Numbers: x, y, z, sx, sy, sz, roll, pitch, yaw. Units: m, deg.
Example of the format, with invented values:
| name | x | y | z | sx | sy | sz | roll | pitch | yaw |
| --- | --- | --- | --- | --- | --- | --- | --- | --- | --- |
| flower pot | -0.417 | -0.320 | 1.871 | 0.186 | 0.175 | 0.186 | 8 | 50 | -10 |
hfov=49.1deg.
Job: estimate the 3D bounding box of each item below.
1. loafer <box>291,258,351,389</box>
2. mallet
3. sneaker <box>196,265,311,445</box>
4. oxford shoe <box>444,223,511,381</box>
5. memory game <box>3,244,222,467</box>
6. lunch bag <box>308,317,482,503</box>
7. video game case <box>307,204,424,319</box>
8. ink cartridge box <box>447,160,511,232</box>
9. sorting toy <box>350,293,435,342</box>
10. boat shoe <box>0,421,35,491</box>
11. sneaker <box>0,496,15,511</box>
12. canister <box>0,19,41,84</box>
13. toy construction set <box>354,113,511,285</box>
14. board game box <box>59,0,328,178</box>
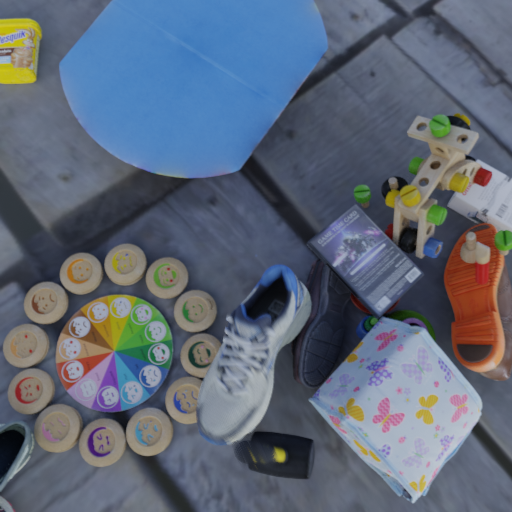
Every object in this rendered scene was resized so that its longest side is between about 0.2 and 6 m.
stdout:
| name | x | y | z | sx | sy | sz | roll | pitch | yaw |
| --- | --- | --- | --- | --- | --- | --- | --- | --- | --- |
| loafer | 1.089 | 1.122 | 9.902 | 0.868 | 0.761 | 2.416 | 28 | 71 | -32 |
| mallet | 0.334 | 2.729 | 7.636 | 1.041 | 3.162 | 0.651 | 6 | 71 | 5 |
| sneaker | -0.154 | 1.395 | 8.735 | 1.167 | 1.290 | 3.029 | 17 | 63 | 20 |
| oxford shoe | 4.052 | 0.781 | 9.937 | 1.068 | 1.045 | 2.931 | 34 | 56 | -32 |
| memory game | -2.506 | 1.631 | 9.854 | 3.937 | 0.251 | 3.937 | 0 | 72 | 1 |
| lunch bag | 2.325 | 2.484 | 8.931 | 1.965 | 1.473 | 2.317 | -46 | 105 | -12 |
| video game case | 1.871 | 0.058 | 9.562 | 1.227 | 0.163 | 1.718 | -38 | 78 | -23 |
| ink cartridge box | 4.469 | -1.067 | 10.633 | 1.286 | 0.552 | 0.942 | 33 | 76 | 12 |
| sorting toy | 2.335 | 1.005 | 9.787 | 1.204 | 0.822 | 2.003 | -33 | 74 | -11 |
| boat shoe | -4.434 | 3.543 | 8.239 | 1.027 | 0.872 | 2.821 | 41 | 46 | 1 |
| sneaker | -4.996 | 4.045 | 8.671 | 2.557 | 0.955 | 1.031 | 15 | 71 | 4 |
| canister | -5.046 | -4.286 | 11.776 | 0.932 | 0.543 | 1.255 | -3 | 72 | -1 |
| toy construction set | 3.124 | -1.052 | 9.300 | 2.262 | 2.084 | 2.712 | -30 | 57 | 3 |
| board game box | -1.163 | -3.884 | 11.443 | 4.158 | 1.025 | 5.263 | 33 | 80 | 6 |
